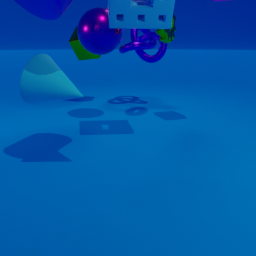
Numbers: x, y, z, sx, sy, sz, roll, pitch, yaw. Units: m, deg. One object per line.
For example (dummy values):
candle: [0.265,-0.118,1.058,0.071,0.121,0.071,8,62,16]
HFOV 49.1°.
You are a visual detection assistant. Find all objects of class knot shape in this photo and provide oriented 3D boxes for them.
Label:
knot shape: [0.727,-3.367,11.271,1.809,0.893,1.933,30,60,22]

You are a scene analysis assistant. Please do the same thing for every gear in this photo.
gear: [1.180,-3.392,8.769,0.255,1.376,1.376,0,16,27]

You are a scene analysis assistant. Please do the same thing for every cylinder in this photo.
cylinder: [-1.371,-2.803,4.761,1.326,1.326,1.326,27,-17,9]

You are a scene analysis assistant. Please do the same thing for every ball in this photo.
ball: [-0.878,-3.009,8.758,1.399,1.399,1.399,0,17,0]

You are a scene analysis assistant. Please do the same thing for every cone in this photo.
cone: [-1.322,-0.781,5.453,1.054,1.050,1.050,21,23,15]

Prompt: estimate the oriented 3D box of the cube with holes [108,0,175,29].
cube with holes: [0.257,-3.217,6.352,1.398,1.398,1.398,-1,42,-5]

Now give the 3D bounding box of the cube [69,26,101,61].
cube: [-1.671,-3.554,11.630,1.019,1.019,1.019,0,54,21]
